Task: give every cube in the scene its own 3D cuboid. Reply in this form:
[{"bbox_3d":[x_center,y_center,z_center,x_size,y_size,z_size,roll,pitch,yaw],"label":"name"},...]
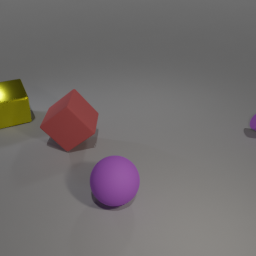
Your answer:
[{"bbox_3d":[-2.101,-0.289,10.311,1.400,1.400,1.400,-33,27,20],"label":"cube"},{"bbox_3d":[-5.055,-1.047,11.961,1.400,1.400,1.400,-16,51,-25],"label":"cube"}]

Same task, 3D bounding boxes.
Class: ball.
[{"bbox_3d":[-0.368,1.475,7.860,1.400,1.400,1.400,0,31,0],"label":"ball"}]

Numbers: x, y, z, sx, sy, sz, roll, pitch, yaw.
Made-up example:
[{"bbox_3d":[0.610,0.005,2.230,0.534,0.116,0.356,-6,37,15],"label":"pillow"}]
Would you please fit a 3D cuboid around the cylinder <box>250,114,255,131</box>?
[{"bbox_3d":[5.265,-0.148,10.912,0.700,0.700,0.700,24,28,-13],"label":"cylinder"}]
